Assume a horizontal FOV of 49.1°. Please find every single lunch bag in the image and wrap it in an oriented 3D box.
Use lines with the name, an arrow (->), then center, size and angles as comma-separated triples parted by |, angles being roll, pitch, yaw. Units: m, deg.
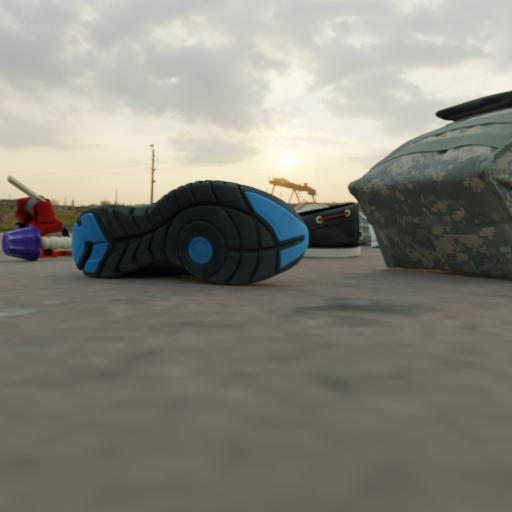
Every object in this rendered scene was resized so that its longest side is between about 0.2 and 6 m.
lunch bag -> 2.841, -1.047, 6.501 | 2.663, 1.566, 2.184 | -36, 18, -21

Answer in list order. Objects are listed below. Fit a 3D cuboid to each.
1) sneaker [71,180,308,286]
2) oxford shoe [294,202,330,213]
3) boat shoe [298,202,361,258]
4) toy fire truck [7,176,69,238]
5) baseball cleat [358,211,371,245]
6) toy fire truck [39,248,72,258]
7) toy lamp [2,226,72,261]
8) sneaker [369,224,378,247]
sneaker -> -0.622, -0.244, 5.789 | 2.677, 0.980, 1.097 | 2, 3, 30
oxford shoe -> 1.287, -0.634, 13.518 | 1.203, 1.153, 3.259 | 10, 17, 39
boat shoe -> 0.242, -0.490, 10.275 | 3.323, 1.041, 1.216 | -2, 10, 4
toy fire truck -> -5.097, -1.099, 12.734 | 1.079, 1.677, 1.476 | -17, 29, -36
baseball cleat -> 2.847, -0.758, 16.902 | 3.447, 1.202, 1.835 | 5, -13, -38
toy fire truck -> -3.448, -0.143, 10.336 | 1.267, 0.309, 0.894 | -1, 4, -38
toy lamp -> -3.075, -0.195, 9.175 | 1.982, 0.577, 0.577 | -1, 3, -36
sneaker -> 3.422, -0.745, 15.016 | 0.893, 0.941, 2.338 | -7, 3, 1
